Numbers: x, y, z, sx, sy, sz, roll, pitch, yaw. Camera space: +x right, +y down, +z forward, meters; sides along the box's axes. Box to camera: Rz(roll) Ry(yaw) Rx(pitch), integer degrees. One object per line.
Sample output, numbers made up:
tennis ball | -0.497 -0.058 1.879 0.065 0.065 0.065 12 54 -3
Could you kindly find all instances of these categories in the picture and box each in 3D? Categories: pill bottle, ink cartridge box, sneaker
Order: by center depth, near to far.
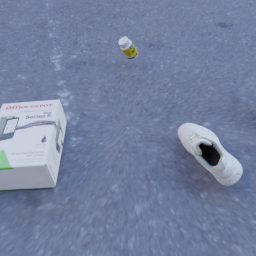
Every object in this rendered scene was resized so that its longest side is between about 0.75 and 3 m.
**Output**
sneaker | 1.831 0.407 6.788 0.817 1.042 2.097 -48 42 7
ink cartridge box | -2.557 0.360 7.091 1.624 0.938 2.232 -4 45 1
pill bottle | 0.006 -2.847 9.998 0.450 0.787 0.450 -15 57 24
